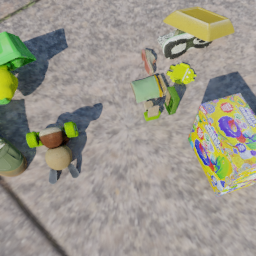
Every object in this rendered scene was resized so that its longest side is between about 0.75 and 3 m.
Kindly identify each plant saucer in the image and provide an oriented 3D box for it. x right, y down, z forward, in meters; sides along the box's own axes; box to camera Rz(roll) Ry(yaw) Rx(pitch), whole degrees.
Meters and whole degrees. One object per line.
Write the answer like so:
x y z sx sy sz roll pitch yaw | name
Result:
2.765 -4.066 10.626 2.112 0.512 2.112 37 46 28 | plant saucer

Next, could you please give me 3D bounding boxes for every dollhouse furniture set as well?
0.823 -1.234 9.245 1.123 0.861 1.715 -14 60 -8 | dollhouse furniture set

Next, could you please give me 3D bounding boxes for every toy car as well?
-2.003 0.755 8.139 1.321 1.268 1.608 -15 89 -5 | toy car

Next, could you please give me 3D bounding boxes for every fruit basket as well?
-4.086 -1.790 9.075 2.222 1.603 2.222 1 99 4 | fruit basket

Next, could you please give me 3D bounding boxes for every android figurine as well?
1.928 -1.937 10.056 1.033 0.212 0.940 23 62 15 | android figurine

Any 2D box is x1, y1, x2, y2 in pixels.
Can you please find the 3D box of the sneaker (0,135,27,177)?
-4.266 0.329 8.054 2.874 1.290 0.964 30 64 17 | sneaker

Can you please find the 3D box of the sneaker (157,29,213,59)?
2.256 -3.582 10.665 2.594 0.998 1.150 -22 54 -15 | sneaker

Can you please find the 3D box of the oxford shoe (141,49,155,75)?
0.812 -2.445 10.228 0.459 0.440 1.243 -8 60 -7 | oxford shoe

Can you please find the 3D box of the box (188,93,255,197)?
2.722 0.499 7.588 1.213 1.916 1.989 -16 60 -10 | box
